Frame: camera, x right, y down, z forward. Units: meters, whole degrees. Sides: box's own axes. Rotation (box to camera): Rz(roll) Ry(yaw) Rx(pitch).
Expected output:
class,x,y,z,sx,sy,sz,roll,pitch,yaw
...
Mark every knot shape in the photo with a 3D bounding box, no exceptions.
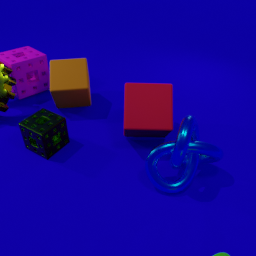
class,x,y,z,sx,sy,sz,roll,pitch,yaw
knot shape,1.353,0.549,6.639,1.930,1.806,0.892,-19,41,-17

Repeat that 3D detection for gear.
class,x,y,z,sx,sy,sz,roll,pitch,yaw
gear,-4.517,-1.259,9.083,1.929,1.929,0.357,19,-1,22

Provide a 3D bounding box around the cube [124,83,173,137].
class,x,y,z,sx,sy,sz,roll,pitch,yaw
cube,0.530,-0.458,7.915,1.278,1.278,1.278,1,80,-1

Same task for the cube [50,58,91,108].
class,x,y,z,sx,sy,sz,roll,pitch,yaw
cube,-1.902,-1.477,9.380,1.189,1.189,1.189,-5,67,-5

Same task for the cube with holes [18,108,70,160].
class,x,y,z,sx,sy,sz,roll,pitch,yaw
cube with holes,-2.342,0.148,7.920,0.902,0.902,0.902,22,43,26

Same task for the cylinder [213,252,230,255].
class,x,y,z,sx,sy,sz,roll,pitch,yaw
cylinder,1.680,2.631,4.610,0.779,0.779,0.779,-19,26,-22

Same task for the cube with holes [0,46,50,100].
class,x,y,z,sx,sy,sz,roll,pitch,yaw
cube with holes,-3.810,-2.059,10.261,1.310,1.310,1.310,-29,44,-35
